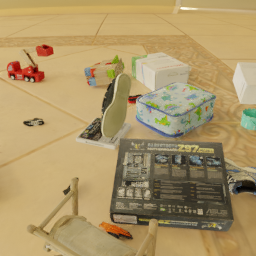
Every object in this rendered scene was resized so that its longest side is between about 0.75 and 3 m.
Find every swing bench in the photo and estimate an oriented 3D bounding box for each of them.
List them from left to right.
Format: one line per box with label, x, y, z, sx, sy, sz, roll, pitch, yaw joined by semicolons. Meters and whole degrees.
swing bench;-0.497;2.329;5.281;1.975;1.985;1.288;18;46;29

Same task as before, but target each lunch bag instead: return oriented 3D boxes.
lunch bag;1.898;-0.834;11.311;2.968;1.224;2.386;-26;40;-37

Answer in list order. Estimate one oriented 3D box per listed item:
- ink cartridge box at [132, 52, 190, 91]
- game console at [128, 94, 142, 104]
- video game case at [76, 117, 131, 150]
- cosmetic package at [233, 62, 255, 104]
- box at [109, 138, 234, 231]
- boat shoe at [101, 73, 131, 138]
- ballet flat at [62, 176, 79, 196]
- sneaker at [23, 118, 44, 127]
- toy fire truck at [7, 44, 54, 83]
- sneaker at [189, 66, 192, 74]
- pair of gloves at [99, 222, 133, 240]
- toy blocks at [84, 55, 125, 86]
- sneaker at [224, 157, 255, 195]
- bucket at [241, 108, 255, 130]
ink cartridge box;1.681;-3.079;15.191;2.043;1.230;2.812;-14;31;-21
game console;0.362;-1.395;13.412;0.870;0.135;0.769;-9;27;-16
video game case;-0.884;0.163;10.636;1.551;0.199;1.707;11;33;17
cosmetic package;6.202;-2.120;13.235;1.904;1.174;1.910;3;46;4
box;1.084;1.376;7.318;2.887;0.737;2.277;2;50;5
boat shoe;-0.536;-0.761;9.536;0.838;2.242;0.743;14;-5;-37
ballet flat;-1.570;1.576;7.784;0.257;0.220;0.775;-34;16;27
sneaker;-3.794;-0.249;11.286;0.815;0.271;0.369;-4;27;-14
toy fire truck;-5.378;-3.552;15.224;2.850;2.010;0.695;10;31;16
sneaker;3.423;-3.263;16.384;0.582;0.456;1.171;32;52;33
pair of gloves;-0.404;2.487;6.389;0.882;0.122;0.990;15;11;23
toy blocks;-1.426;-3.033;15.256;1.999;1.461;2.924;-6;28;12
sneaker;2.921;1.408;7.959;1.987;0.766;0.847;10;36;18
bucket;4.946;-0.352;11.130;0.898;0.584;0.898;0;31;0
